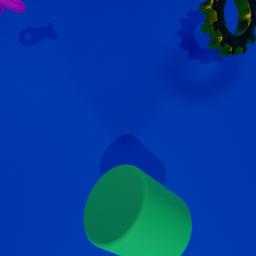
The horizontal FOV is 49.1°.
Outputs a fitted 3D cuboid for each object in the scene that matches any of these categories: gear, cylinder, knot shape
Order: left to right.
[{"bbox_3d":[-2.752,-2.470,5.478,1.154,1.233,0.570,-15,92,10],"label":"knot shape"},{"bbox_3d":[0.161,1.399,4.435,1.249,1.249,1.249,-29,41,28],"label":"cylinder"},{"bbox_3d":[2.378,-2.581,6.428,1.794,0.332,1.794,-6,100,-34],"label":"gear"}]
